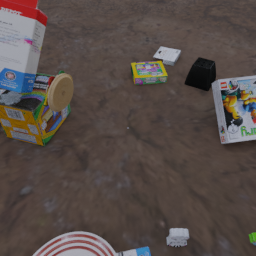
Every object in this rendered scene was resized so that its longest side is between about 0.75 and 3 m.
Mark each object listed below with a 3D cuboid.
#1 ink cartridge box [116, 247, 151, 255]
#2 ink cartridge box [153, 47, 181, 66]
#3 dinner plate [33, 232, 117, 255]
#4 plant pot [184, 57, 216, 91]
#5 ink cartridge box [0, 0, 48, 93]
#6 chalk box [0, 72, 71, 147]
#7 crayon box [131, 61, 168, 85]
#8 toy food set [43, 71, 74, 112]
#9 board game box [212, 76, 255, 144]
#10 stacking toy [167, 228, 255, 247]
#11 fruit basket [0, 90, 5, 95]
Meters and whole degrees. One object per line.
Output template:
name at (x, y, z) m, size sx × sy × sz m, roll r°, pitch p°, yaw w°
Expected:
ink cartridge box at (-0.079, 2.645, 4.875) m, size 1.107 × 0.475 × 0.810 m, roll -9°, pitch 43°, yaw -8°
ink cartridge box at (1.518, -2.806, 10.896) m, size 0.835 × 0.210 × 0.962 m, roll 16°, pitch 46°, yaw 17°
dinner plate at (-0.985, 2.672, 4.519) m, size 1.977 × 0.240 × 1.977 m, roll -12°, pitch 46°, yaw 12°
plant pot at (2.511, -1.882, 9.506) m, size 0.859 × 0.764 × 0.861 m, roll 22°, pitch 48°, yaw 22°
ink cartridge box at (-2.804, -2.169, 6.589) m, size 1.408 × 2.423 × 0.815 m, roll 15°, pitch 8°, yaw -1°
chalk box at (-2.486, -0.711, 7.900) m, size 1.275 × 1.266 × 2.043 m, roll 12°, pitch 44°, yaw 15°
crayon box at (0.726, -1.950, 9.887) m, size 1.140 × 0.332 × 0.984 m, roll -5°, pitch 45°, yaw -5°
toy food set at (-1.375, -0.728, 5.634) m, size 0.201 × 0.827 × 0.819 m, roll 19°, pitch 2°, yaw 18°
board game box at (3.745, -0.581, 7.632) m, size 2.691 × 0.466 × 1.699 m, roll -8°, pitch 85°, yaw -8°
stacking toy at (1.731, 2.672, 4.896) m, size 2.154 × 0.506 × 1.624 m, roll 3°, pitch 45°, yaw 0°
fruit basket at (-4.724, -0.345, 7.931) m, size 1.985 × 1.004 × 2.143 m, roll 3°, pitch 59°, yaw 4°
